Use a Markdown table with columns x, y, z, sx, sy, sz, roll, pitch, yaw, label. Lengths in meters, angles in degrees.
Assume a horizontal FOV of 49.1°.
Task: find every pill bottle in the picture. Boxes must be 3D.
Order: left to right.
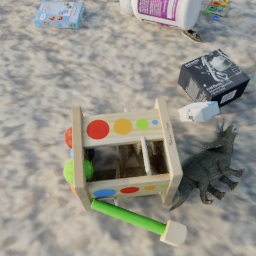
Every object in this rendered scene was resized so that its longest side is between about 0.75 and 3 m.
| x | y | z | sx | sy | sz | roll | pitch | yaw | label |
| --- | --- | --- | --- | --- | --- | --- | --- | --- | --- |
| 1.007 | -4.046 | 8.989 | 2.421 | 1.359 | 1.359 | 22 | 61 | 23 | pill bottle |

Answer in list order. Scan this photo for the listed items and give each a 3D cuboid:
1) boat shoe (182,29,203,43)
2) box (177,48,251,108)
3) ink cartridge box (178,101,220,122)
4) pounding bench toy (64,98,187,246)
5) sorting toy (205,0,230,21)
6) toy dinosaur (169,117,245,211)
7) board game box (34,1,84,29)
| x | y | z | sx | sy | sz | roll | pitch | yaw | label |
| --- | --- | --- | --- | --- | --- | --- | --- | --- | --- |
| 2.111 | -3.040 | 9.131 | 0.774 | 0.233 | 0.276 | 35 | 65 | 19 | boat shoe |
| 2.325 | -1.293 | 7.748 | 1.342 | 0.831 | 1.319 | -26 | 61 | -15 | box |
| 1.719 | -0.400 | 6.824 | 0.576 | 0.787 | 0.338 | -24 | 103 | -28 | ink cartridge box |
| -0.142 | 1.084 | 5.768 | 2.188 | 1.742 | 2.805 | -6 | 59 | -4 | pounding bench toy |
| 3.193 | -4.292 | 9.916 | 0.741 | 0.179 | 1.315 | 27 | 62 | 15 | sorting toy |
| 1.764 | 1.009 | 6.436 | 2.487 | 0.957 | 1.272 | -40 | 57 | -8 | toy dinosaur |
| -2.339 | -3.907 | 9.628 | 1.476 | 0.270 | 1.117 | 5 | 59 | 3 | board game box |
